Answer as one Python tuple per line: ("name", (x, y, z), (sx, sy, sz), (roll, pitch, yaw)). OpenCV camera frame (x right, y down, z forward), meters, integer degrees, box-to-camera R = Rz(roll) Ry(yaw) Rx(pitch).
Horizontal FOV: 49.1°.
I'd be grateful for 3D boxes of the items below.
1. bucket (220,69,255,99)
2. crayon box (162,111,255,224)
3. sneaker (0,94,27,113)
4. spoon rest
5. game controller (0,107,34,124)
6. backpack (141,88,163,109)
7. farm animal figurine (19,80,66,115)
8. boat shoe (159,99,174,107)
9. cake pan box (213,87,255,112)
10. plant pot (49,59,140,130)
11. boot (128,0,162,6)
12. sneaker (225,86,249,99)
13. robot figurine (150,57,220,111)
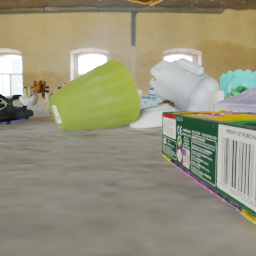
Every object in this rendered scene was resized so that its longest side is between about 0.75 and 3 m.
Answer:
("bucket", (7.540, -2.534, 18.877), (2.836, 1.845, 2.836), (7, -13, 2))
("crayon box", (1.487, 0.173, 2.580), (1.840, 0.621, 2.132), (-1, 6, -9))
("sneaker", (-5.933, -0.991, 12.546), (1.271, 1.103, 2.868), (-9, -4, 23))
("spoon rest", (1.376, -0.336, 7.588), (2.756, 0.835, 1.370), (-16, 9, -16))
("game controller", (-3.843, -0.355, 8.930), (1.201, 0.485, 2.303), (-15, 7, -2))
("backpack", (1.499, -1.229, 12.716), (1.710, 1.256, 1.565), (-1, 1, 35))
("farm animal figurine", (-3.243, -1.241, 12.982), (2.749, 1.434, 2.719), (7, 18, 0))
("boat shoe", (1.283, -0.636, 9.697), (0.709, 0.707, 1.965), (0, 6, 4))
("cake pan box", (3.580, -0.505, 5.496), (2.783, 0.728, 2.563), (-21, 18, -29))
("plant pot", (-0.882, -0.611, 6.639), (1.753, 1.640, 1.640), (-22, 15, -24))
("boot", (1.247, -3.599, 6.491), (2.542, 1.820, 0.895), (4, -37, 32))
("sneaker", (4.574, -1.119, 11.672), (1.102, 1.244, 2.977), (-4, 7, -28))
("robot figurine", (2.103, -1.419, 10.176), (2.830, 2.400, 1.598), (38, 63, 26))
